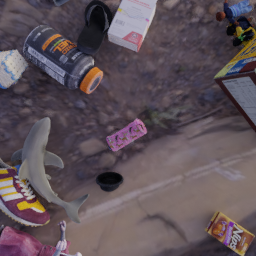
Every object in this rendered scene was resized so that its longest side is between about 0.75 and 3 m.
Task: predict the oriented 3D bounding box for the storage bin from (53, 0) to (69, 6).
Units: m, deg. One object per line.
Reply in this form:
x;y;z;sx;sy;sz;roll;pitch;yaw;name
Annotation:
-2.045;-4.385;8.581;0.978;0.712;0.657;-35;73;-5;storage bin

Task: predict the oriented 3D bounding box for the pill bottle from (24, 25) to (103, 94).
-1.763;-1.861;7.930;2.138;1.136;1.136;35;83;5;pill bottle

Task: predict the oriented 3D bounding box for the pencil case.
-0.044;0.196;7.697;1.168;0.505;0.484;-31;84;23;pencil case

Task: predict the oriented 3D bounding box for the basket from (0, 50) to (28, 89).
-3.554;-1.595;7.853;1.255;0.873;1.107;-9;42;21;basket

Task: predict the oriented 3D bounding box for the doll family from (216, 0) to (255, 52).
3.369;-2.920;8.284;1.155;0.784;1.999;-24;71;-2;doll family

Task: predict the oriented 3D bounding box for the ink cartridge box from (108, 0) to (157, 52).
0.185;-3.309;8.424;1.005;0.582;1.725;23;84;4;ink cartridge box

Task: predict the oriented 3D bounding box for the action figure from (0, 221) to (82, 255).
-2.133;3.278;6.883;2.487;1.666;1.852;18;83;5;action figure

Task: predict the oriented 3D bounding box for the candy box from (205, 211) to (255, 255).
2.761;2.862;7.622;1.116;0.315;0.651;34;82;3;candy box

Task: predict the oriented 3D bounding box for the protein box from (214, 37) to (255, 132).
4.238;-1.215;7.149;2.604;1.769;2.623;-43;102;-6;protein box

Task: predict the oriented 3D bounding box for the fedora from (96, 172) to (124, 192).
-0.506;1.529;7.757;0.773;0.773;0.353;3;115;0;fedora

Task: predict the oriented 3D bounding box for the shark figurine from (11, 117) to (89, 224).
-2.320;1.332;7.337;1.677;1.171;2.807;-23;94;11;shark figurine

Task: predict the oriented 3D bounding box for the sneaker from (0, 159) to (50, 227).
-2.982;1.623;7.506;2.417;0.906;1.089;32;89;4;sneaker

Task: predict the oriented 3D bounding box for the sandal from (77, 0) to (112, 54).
-0.885;-3.007;8.040;0.852;0.480;2.240;12;54;-11;sandal
